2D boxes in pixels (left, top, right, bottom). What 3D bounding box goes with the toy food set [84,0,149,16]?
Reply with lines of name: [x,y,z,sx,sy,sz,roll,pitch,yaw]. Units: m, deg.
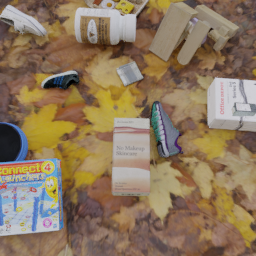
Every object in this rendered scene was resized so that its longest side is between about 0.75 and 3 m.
toy food set: [-0.488,-6.328,13.521,2.779,0.840,1.994,32,73,11]

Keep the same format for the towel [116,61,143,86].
towel: [0.071,-2.448,12.497,0.968,0.174,1.006,-24,71,-8]

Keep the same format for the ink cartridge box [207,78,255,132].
ink cartridge box: [4.673,-0.924,11.465,2.560,1.075,1.862,4,70,2]

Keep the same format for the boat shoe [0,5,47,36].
boat shoe: [-4.891,-4.795,12.964,2.559,0.921,0.841,34,79,11]

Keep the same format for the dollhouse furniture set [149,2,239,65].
dollhouse furniture set: [3.069,-4.133,12.932,2.618,2.243,2.753,39,40,12]

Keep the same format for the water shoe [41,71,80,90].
water shoe: [-2.909,-1.958,12.106,1.640,0.586,0.647,-23,75,-7]

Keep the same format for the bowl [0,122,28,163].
bowl: [-5.171,0.804,11.200,2.215,0.435,2.215,0,71,0]

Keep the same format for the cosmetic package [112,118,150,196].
cosmetic package: [0.126,1.114,10.666,1.447,1.221,2.799,0,70,0]

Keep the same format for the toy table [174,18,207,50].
toy table: [2.607,-4.254,12.492,1.711,1.573,1.002,35,55,13]

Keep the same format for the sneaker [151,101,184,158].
sneaker: [1.588,0.009,11.372,1.019,0.866,2.327,-7,81,-13]

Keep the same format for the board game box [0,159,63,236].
board game box: [-3.743,2.480,10.201,2.581,0.721,2.527,-5,80,-4]

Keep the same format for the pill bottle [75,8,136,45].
pill bottle: [-0.963,-4.516,12.533,2.599,1.486,1.486,4,70,2]
